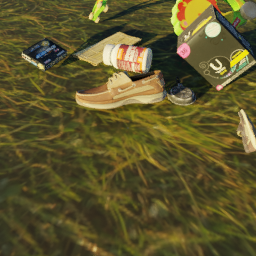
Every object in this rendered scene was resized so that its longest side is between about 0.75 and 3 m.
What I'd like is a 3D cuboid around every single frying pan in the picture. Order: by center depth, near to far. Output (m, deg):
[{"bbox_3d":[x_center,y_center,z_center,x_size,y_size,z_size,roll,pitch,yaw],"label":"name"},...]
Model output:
[{"bbox_3d":[1.846,-1.268,9.215,0.913,0.246,1.509,17,48,14],"label":"frying pan"}]

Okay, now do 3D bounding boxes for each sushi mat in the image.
[{"bbox_3d":[-0.794,-3.250,11.330,1.305,0.165,2.728,30,51,29],"label":"sushi mat"}]

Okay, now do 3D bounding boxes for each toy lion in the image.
[{"bbox_3d":[3.065,-4.120,10.388,2.694,0.965,2.810,38,75,-6],"label":"toy lion"},{"bbox_3d":[-1.250,-5.747,12.876,0.461,1.343,1.287,19,63,-28],"label":"toy lion"}]

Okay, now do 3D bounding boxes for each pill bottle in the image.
[{"bbox_3d":[-0.015,-2.516,10.016,1.613,0.884,0.884,13,45,15],"label":"pill bottle"}]

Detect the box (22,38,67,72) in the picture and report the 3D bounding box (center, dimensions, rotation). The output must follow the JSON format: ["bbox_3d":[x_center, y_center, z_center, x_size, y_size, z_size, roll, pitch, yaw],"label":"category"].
[{"bbox_3d":[-3.093,-2.747,10.433,1.061,0.307,1.334,33,48,8],"label":"box"}]

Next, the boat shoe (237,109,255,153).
[{"bbox_3d":[3.090,0.067,7.363,0.442,0.490,1.364,-32,40,28],"label":"boat shoe"}]

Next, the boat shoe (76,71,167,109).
[{"bbox_3d":[-0.205,-1.235,8.418,2.769,0.994,1.048,-9,24,-13],"label":"boat shoe"}]

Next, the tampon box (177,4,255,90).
[{"bbox_3d":[2.799,-2.552,8.978,1.996,1.496,1.260,35,39,-19],"label":"tampon box"}]
